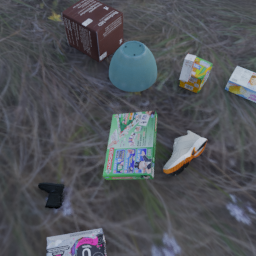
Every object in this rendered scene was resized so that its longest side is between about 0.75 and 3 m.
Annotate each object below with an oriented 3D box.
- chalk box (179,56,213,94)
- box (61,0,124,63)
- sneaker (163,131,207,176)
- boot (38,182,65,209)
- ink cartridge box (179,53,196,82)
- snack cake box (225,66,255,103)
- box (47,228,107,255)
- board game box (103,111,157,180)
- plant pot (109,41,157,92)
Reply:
[{"bbox_3d":[3.080,-2.476,12.451,0.954,0.947,1.528,28,61,16],"label":"chalk box"},{"bbox_3d":[-1.627,-4.745,13.429,2.233,1.833,1.852,33,62,20],"label":"box"},{"bbox_3d":[1.929,0.903,10.392,2.170,0.821,0.998,-34,55,-29],"label":"sneaker"},{"bbox_3d":[-2.675,2.328,9.625,1.005,0.372,0.823,4,60,2],"label":"boot"},{"bbox_3d":[2.382,-2.410,11.049,0.373,0.889,0.780,19,40,13],"label":"ink cartridge box"},{"bbox_3d":[5.371,-1.843,12.222,1.862,0.626,1.071,28,59,17],"label":"snack cake box"},{"bbox_3d":[-1.475,3.678,8.272,1.633,1.079,0.937,-8,57,-5],"label":"box"},{"bbox_3d":[0.107,0.503,8.674,1.486,0.322,2.209,-4,58,20],"label":"board game box"},{"bbox_3d":[0.225,-2.930,12.425,2.240,1.508,2.240,0,57,0],"label":"plant pot"}]
